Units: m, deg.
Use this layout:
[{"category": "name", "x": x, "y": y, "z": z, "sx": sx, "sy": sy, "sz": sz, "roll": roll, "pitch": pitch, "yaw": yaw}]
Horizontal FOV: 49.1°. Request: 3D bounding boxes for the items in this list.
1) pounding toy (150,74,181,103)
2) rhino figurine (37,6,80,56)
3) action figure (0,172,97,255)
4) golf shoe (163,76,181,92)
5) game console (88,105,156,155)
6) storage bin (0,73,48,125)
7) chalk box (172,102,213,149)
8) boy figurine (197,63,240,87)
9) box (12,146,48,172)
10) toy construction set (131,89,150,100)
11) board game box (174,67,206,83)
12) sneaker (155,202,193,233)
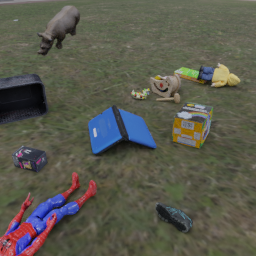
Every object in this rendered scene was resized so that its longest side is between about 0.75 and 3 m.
[{"category": "pounding toy", "x": 1.551, "y": -1.794, "z": 12.051, "sx": 1.022, "sy": 1.019, "sz": 1.782, "roll": -23, "pitch": 38, "yaw": -32}, {"category": "rhino figurine", "x": -2.635, "y": -3.610, "z": 10.437, "sx": 0.806, "sy": 1.179, "sz": 2.697, "roll": 30, "pitch": 56, "yaw": -2}, {"category": "action figure", "x": -1.961, "y": 2.046, "z": 6.200, "sx": 0.976, "sy": 0.771, "sz": 2.983, "roll": 21, "pitch": 40, "yaw": 26}, {"category": "golf shoe", "x": 1.919, "y": -1.978, "z": 12.827, "sx": 0.696, "sy": 0.549, "sz": 1.513, "roll": -9, "pitch": 25, "yaw": -13}, {"category": "game console", "x": -0.266, "y": 0.216, "z": 9.592, "sx": 1.747, "sy": 1.211, "sz": 2.046, "roll": -32, "pitch": 32, "yaw": 7}, {"category": "storage bin", "x": -4.219, "y": -1.117, "z": 10.581, "sx": 2.090, "sy": 1.413, "sz": 0.980, "roll": -14, "pitch": 35, "yaw": -21}, {"category": "chalk box", "x": 2.252, "y": -0.202, "z": 9.520, "sx": 1.004, "sy": 0.997, "sz": 1.608, "roll": 15, "pitch": 34, "yaw": 25}, {"category": "boy figurine", "x": 4.312, "y": -2.474, "z": 13.240, "sx": 1.913, "sy": 1.190, "sz": 0.616, "roll": 12, "pitch": -9, "yaw": 5}, {"category": "box", "x": -2.884, "y": 0.904, "z": 8.235, "sx": 0.839, "sy": 0.445, "sz": 0.513, "roll": 11, "pitch": 34, "yaw": 16}, {"category": "toy construction set", "x": 0.500, "y": -1.478, "z": 12.141, "sx": 0.839, "sy": 0.387, "sz": 0.550, "roll": 1, "pitch": 55, "yaw": 17}, {"category": "board game box", "x": 3.338, "y": -2.668, "z": 14.192, "sx": 1.855, "sy": 0.278, "sz": 0.886, "roll": 22, "pitch": 39, "yaw": 35}, {"category": "sneaker", "x": 1.069, "y": 2.049, "z": 6.556, "sx": 0.963, "sy": 0.363, "sz": 0.382, "roll": 33, "pitch": 34, "yaw": 29}]
